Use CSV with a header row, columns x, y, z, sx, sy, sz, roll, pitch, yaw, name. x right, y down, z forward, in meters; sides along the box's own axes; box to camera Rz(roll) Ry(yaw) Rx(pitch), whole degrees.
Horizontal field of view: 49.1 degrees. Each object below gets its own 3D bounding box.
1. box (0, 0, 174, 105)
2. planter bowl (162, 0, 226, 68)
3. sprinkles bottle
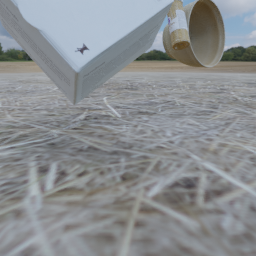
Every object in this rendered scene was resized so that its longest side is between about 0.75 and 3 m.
x,y,z,sx,sy,sz,roll,pitch,yaw,name
-0.953,-2.363,5.806,2.555,2.542,1.670,-41,-4,-20,box
2.221,-3.270,10.050,2.288,2.288,1.540,-12,12,-41,planter bowl
1.525,-3.299,8.701,0.578,1.695,0.578,-6,-15,-2,sprinkles bottle
